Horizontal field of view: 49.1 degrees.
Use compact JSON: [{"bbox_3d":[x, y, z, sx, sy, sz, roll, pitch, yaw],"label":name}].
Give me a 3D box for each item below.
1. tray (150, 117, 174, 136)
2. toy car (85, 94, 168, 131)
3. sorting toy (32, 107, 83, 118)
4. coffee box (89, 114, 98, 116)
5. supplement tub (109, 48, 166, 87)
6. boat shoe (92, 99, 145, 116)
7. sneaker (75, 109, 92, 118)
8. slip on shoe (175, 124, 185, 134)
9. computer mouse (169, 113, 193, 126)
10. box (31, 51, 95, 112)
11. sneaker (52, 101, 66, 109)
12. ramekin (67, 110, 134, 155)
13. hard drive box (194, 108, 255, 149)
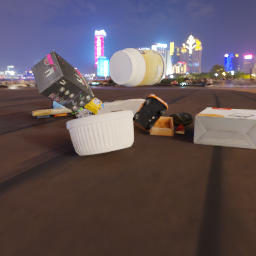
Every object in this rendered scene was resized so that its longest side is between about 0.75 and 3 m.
[{"bbox_3d":[1.156,-0.081,9.569,0.735,0.276,1.490,4,18,6],"label":"tray"},{"bbox_3d":[-0.005,-0.693,7.336,2.082,1.021,0.693,20,35,6],"label":"toy car"},{"bbox_3d":[-3.279,-0.749,13.451,2.496,0.367,1.845,-7,7,-19],"label":"sorting toy"},{"bbox_3d":[-1.002,-0.267,10.690,0.575,0.406,1.017,-8,13,-39],"label":"coffee box"},{"bbox_3d":[0.431,-2.660,12.368,1.635,1.635,2.265,9,15,41],"label":"supplement tub"},{"bbox_3d":[-0.023,-0.810,11.779,2.784,1.040,1.291,1,18,11],"label":"boat shoe"},{"bbox_3d":[-1.877,-0.568,12.411,0.610,0.502,1.327,-17,11,-35],"label":"sneaker"},{"bbox_3d":[1.776,0.036,9.469,0.307,0.253,0.828,5,13,16],"label":"slip on shoe"},{"bbox_3d":[1.499,-0.183,10.601,2.220,0.378,0.651,-8,42,-19],"label":"computer mouse"},{"bbox_3d":[-2.104,-1.473,9.281,0.979,1.128,1.846,-33,-27,13],"label":"box"},{"bbox_3d":[-3.710,-1.592,16.413,1.174,1.023,2.610,-2,10,6],"label":"sneaker"},{"bbox_3d":[-0.588,0.127,6.574,1.564,0.821,1.564,-11,0,0],"label":"ramekin"},{"bbox_3d":[3.020,-0.067,8.423,1.671,0.824,2.144,5,11,22],"label":"hard drive box"}]
